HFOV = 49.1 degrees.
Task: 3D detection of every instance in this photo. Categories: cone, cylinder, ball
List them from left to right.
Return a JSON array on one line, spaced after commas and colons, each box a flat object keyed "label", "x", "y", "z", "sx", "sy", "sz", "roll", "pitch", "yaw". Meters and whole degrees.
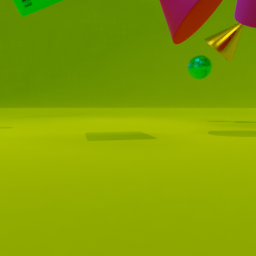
[{"label": "cone", "x": 0.878, "y": -2.664, "z": 5.300, "sx": 1.492, "sy": 1.487, "sz": 1.487, "roll": 46, "pitch": 15, "yaw": 8}, {"label": "ball", "x": 2.585, "y": -2.181, "z": 10.085, "sx": 0.870, "sy": 0.870, "sz": 0.870, "roll": 0, "pitch": 4, "yaw": 0}, {"label": "cone", "x": 3.393, "y": -3.028, "z": 9.208, "sx": 1.212, "sy": 1.216, "sz": 1.212, "roll": 31, "pitch": 28, "yaw": -19}, {"label": "cylinder", "x": 3.522, "y": -3.446, "z": 7.173, "sx": 1.308, "sy": 1.308, "sz": 1.308, "roll": -3, "pitch": 44, "yaw": 3}]

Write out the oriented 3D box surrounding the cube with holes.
[{"label": "cube with holes", "x": -1.569, "y": -2.741, "z": 4.542, "sx": 1.113, "sy": 1.113, "sz": 1.113, "roll": -26, "pitch": 51, "yaw": -7}]
